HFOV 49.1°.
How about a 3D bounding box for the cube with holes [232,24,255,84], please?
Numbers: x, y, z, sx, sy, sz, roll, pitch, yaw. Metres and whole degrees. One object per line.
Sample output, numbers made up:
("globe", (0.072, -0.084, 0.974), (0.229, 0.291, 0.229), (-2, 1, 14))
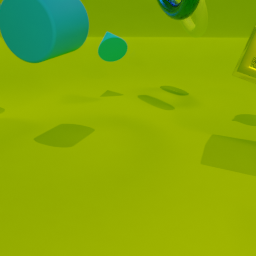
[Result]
("cube with holes", (2.267, -1.090, 3.911), (1.119, 1.119, 1.119), (24, 15, 13))

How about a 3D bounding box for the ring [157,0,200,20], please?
("ring", (1.086, -3.601, 6.625), (0.405, 2.026, 2.026), (-22, 25, -13))

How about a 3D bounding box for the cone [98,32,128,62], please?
("cone", (-0.597, -2.883, 9.239), (0.973, 0.973, 0.976), (-6, 55, -16))

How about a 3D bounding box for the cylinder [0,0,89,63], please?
("cylinder", (-1.341, -1.695, 4.614), (1.048, 1.048, 1.048), (8, 27, 21))

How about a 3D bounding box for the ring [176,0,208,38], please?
("ring", (1.991, -3.771, 8.914), (0.361, 1.806, 1.806), (-23, 22, -2))
